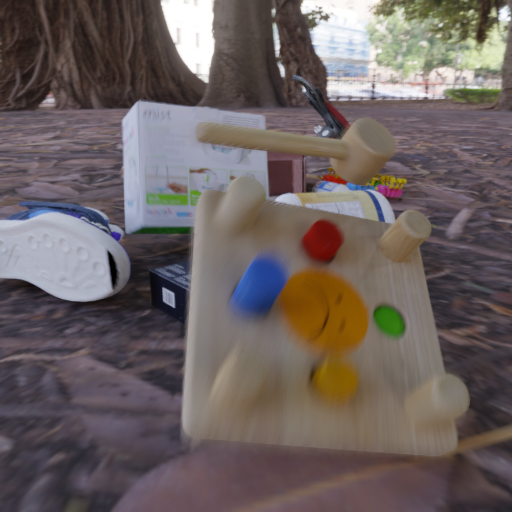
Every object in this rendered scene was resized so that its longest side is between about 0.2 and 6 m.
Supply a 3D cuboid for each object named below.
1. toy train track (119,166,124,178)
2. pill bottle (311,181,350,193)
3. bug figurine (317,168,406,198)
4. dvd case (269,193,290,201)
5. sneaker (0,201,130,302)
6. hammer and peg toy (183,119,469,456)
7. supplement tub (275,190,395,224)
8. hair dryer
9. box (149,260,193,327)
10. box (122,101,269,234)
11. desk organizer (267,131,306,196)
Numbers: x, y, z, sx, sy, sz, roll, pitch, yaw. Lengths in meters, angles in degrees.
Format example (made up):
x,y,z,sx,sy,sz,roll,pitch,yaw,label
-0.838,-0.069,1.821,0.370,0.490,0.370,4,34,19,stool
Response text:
x,y,z,sx,sy,sz,roll,pitch,yaw,label
-2.147,-2.809,14.744,4.261,0.693,2.444,-8,44,36,toy train track
1.779,-1.347,12.693,0.580,0.580,1.033,-12,23,-31,pill bottle
2.622,-1.755,13.903,1.813,0.602,2.338,2,13,-14,bug figurine
0.465,-0.883,11.487,1.962,0.172,1.400,-16,35,-41,dvd case
-2.461,-0.229,8.293,2.870,1.156,2.101,6,17,30,sneaker
0.437,0.108,4.742,2.174,1.042,2.956,9,56,-15,hammer and peg toy
0.921,-0.249,8.119,1.872,1.352,1.352,-4,19,-12,supplement tub
2.405,-3.184,14.104,3.422,0.930,2.606,27,39,-46,hair dryer
-0.748,0.450,7.343,0.917,0.524,1.008,-15,23,-37,box
-1.042,-1.455,9.814,2.358,2.081,1.140,-2,-4,-27,box
0.612,-2.243,14.063,1.278,1.190,3.319,0,22,5,desk organizer
